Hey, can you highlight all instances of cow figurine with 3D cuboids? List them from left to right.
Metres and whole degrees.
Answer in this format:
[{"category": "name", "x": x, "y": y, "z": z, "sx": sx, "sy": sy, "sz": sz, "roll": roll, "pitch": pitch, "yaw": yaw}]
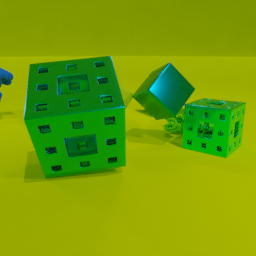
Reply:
[{"category": "cow figurine", "x": -4.130, "y": -1.240, "z": 7.658, "sx": 1.485, "sy": 1.509, "sz": 0.829, "roll": 29, "pitch": -26, "yaw": -21}, {"category": "cow figurine", "x": 1.489, "y": -0.219, "z": 6.879, "sx": 1.089, "sy": 0.608, "sz": 1.107, "roll": 6, "pitch": 21, "yaw": 15}]

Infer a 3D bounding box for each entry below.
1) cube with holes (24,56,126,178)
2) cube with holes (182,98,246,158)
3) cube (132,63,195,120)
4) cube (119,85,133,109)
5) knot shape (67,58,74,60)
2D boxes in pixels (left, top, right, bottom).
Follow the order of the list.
[{"category": "cube with holes", "x": -0.775, "y": -0.185, "z": 4.412, "sx": 1.275, "sy": 1.275, "sz": 1.275, "roll": -8, "pitch": 46, "yaw": -7}, {"category": "cube with holes", "x": 1.741, "y": -0.052, "z": 5.672, "sx": 0.913, "sy": 0.913, "sz": 0.913, "roll": 12, "pitch": 19, "yaw": 36}, {"category": "cube", "x": 0.724, "y": -0.725, "z": 5.795, "sx": 0.784, "sy": 0.784, "sz": 0.784, "roll": -52, "pitch": 15, "yaw": -17}, {"category": "cube", "x": -0.750, "y": -0.654, "z": 6.487, "sx": 1.169, "sy": 1.169, "sz": 1.169, "roll": 32, "pitch": 5, "yaw": -17}, {"category": "knot shape", "x": -1.973, "y": -1.130, "z": 7.993, "sx": 1.536, "sy": 1.642, "sz": 0.759, "roll": -17, "pitch": 34, "yaw": -23}]
